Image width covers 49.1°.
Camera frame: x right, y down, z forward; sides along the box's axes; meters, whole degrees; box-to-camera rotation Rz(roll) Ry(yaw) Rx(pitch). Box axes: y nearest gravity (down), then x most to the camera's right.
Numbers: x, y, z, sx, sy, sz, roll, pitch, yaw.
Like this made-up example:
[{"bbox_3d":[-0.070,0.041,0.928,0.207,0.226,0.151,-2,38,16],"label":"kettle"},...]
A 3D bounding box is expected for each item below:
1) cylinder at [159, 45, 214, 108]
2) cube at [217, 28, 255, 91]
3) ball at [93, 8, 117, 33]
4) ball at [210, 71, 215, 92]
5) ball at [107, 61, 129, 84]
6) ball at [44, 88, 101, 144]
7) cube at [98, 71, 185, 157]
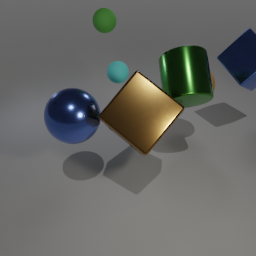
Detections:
[{"bbox_3d":[1.648,-1.417,8.043,1.400,1.400,1.400,-5,-11,-1],"label":"cylinder"},{"bbox_3d":[4.313,-2.351,9.867,1.400,1.400,1.400,2,51,-52],"label":"cube"},{"bbox_3d":[-0.688,-3.158,8.235,0.700,0.700,0.700,0,32,0],"label":"ball"},{"bbox_3d":[2.181,-1.432,9.361,1.400,1.400,1.400,0,32,0],"label":"ball"},{"bbox_3d":[-0.322,-1.767,8.889,0.700,0.700,0.700,0,32,0],"label":"ball"},{"bbox_3d":[-1.382,-0.300,7.026,1.400,1.400,1.400,0,32,0],"label":"ball"},{"bbox_3d":[0.326,-0.271,6.858,1.400,1.400,1.400,39,-3,7],"label":"cube"}]
